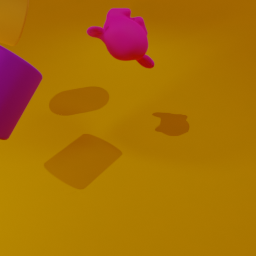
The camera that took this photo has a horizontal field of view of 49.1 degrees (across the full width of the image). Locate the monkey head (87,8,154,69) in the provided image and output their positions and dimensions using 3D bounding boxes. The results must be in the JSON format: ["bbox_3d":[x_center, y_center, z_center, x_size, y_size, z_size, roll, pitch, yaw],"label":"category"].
[{"bbox_3d":[-0.158,-1.751,5.639,1.561,1.123,0.940,22,65,-31],"label":"monkey head"}]

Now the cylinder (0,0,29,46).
[{"bbox_3d":[-3.058,-2.663,6.230,1.311,1.311,1.311,11,35,-35],"label":"cylinder"}]

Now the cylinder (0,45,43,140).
[{"bbox_3d":[-2.413,-0.674,4.876,1.347,1.347,1.347,24,83,23],"label":"cylinder"}]
